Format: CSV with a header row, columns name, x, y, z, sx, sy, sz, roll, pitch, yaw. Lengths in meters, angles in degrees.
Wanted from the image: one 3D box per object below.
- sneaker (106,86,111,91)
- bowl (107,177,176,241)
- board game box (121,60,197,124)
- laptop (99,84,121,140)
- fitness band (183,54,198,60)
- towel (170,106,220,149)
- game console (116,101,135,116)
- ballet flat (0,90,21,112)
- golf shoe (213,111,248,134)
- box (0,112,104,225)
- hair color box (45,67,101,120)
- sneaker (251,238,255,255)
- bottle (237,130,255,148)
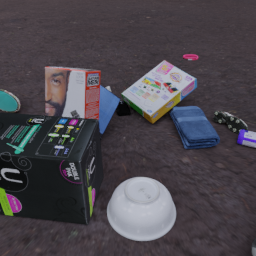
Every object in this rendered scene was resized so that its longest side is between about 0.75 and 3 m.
name,x,y,z,sx,sy,sz,roll,pitch,yaw
sneaker,-1.442,-1.387,11.043,1.579,0.699,0.594,-5,35,-8
bowl,0.313,1.660,6.440,1.652,0.742,1.652,-1,34,0
board game box,1.123,-1.370,10.167,2.202,0.444,1.685,-39,53,-12
laptop,-1.664,-0.499,9.193,2.168,1.256,2.030,-21,39,-28
fitness band,3.415,-3.864,15.261,0.821,0.154,0.590,-2,34,-5
towel,2.160,-0.064,9.251,1.135,0.493,2.032,-3,33,-6
game console,0.183,-0.765,10.568,1.318,0.159,0.778,-5,41,-13
ballet flat,-4.902,-1.111,10.637,2.223,0.841,0.711,14,12,14
golf shoe,3.565,-0.258,9.535,0.586,0.514,1.331,-13,37,-35
box,-2.025,0.885,6.501,2.602,1.933,1.617,4,34,7
hair color box,-1.523,-0.406,7.648,1.334,2.405,0.769,11,16,26
sneaker,3.453,2.163,5.753,2.427,0.959,1.158,-8,14,-15
bottle,4.045,0.402,8.620,1.237,0.404,0.517,14,35,20
